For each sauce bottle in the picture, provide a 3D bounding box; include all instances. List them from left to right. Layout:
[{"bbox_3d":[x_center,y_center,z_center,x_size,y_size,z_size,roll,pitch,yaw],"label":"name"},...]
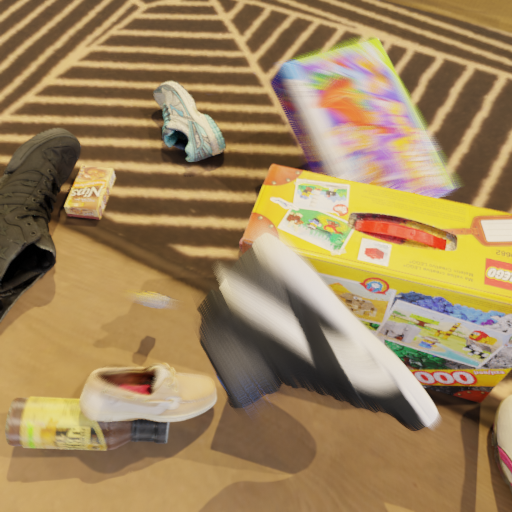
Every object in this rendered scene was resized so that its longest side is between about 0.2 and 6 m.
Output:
[{"bbox_3d":[-2.489,2.533,8.430,2.320,0.751,0.751,3,54,-5],"label":"sauce bottle"}]

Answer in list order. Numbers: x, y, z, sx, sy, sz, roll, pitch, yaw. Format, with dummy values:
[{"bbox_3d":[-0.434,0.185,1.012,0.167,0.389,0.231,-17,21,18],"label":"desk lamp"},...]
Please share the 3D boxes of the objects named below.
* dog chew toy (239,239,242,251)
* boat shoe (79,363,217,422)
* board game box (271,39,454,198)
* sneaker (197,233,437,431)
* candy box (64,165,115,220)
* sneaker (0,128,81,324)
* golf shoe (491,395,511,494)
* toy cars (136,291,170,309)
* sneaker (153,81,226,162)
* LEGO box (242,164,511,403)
[{"bbox_3d":[-0.028,-0.267,10.744,0.588,0.366,0.366,-27,58,-27],"label":"dog chew toy"},{"bbox_3d":[-1.496,1.965,8.295,2.087,0.722,0.769,2,30,-29],"label":"boat shoe"},{"bbox_3d":[2.051,-2.338,10.896,2.280,0.759,3.391,-23,84,-22],"label":"board game box"},{"bbox_3d":[0.597,1.424,6.873,1.810,1.182,3.235,-45,103,-1],"label":"sneaker"},{"bbox_3d":[-3.392,-1.314,11.486,0.683,0.327,1.183,6,54,3],"label":"candy box"},{"bbox_3d":[-4.293,-0.496,10.404,2.196,1.265,4.211,31,65,21],"label":"sneaker"},{"bbox_3d":[4.287,3.317,7.413,1.244,1.578,3.427,-7,53,-4],"label":"golf shoe"},{"bbox_3d":[-1.652,0.724,8.928,0.466,1.039,0.230,4,91,-24],"label":"toy cars"},{"bbox_3d":[-1.725,-2.971,12.339,1.030,0.926,2.386,-33,61,-18],"label":"sneaker"},{"bbox_3d":[1.927,0.510,8.542,3.992,2.973,1.540,13,56,10],"label":"LEGO box"}]
